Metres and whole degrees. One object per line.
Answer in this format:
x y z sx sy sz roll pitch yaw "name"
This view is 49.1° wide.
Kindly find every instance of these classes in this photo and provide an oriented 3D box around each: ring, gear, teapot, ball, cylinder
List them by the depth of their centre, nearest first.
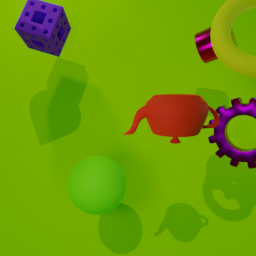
1.890 -1.370 3.942 1.397 0.279 1.397 -4 76 14 "ring"
0.680 -0.136 4.296 1.558 0.969 0.763 -2 98 -10 "teapot"
-0.623 1.159 5.705 1.169 1.169 1.169 0 75 0 "ball"
2.630 0.104 6.311 1.583 0.293 1.583 7 103 32 "gear"
2.148 -2.088 6.839 0.797 0.797 0.797 -17 73 31 "cylinder"

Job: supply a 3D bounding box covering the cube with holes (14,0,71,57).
-2.158 -2.578 7.249 0.924 0.924 0.924 17 78 6 "cube with holes"
